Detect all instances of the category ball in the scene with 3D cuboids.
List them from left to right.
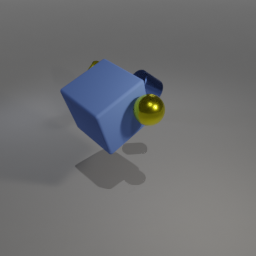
[{"bbox_3d":[0.458,-0.394,6.090,0.700,0.700,0.700,0,29,0],"label":"ball"}]

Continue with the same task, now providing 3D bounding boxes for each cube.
[{"bbox_3d":[-0.493,-0.527,6.749,1.400,1.400,1.400,-40,54,-20],"label":"cube"}]

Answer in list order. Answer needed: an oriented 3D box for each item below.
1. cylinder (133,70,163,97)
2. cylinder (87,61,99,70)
[{"bbox_3d":[0.481,-1.135,7.673,0.700,0.700,0.700,24,11,-39],"label":"cylinder"},{"bbox_3d":[-1.362,-2.351,11.835,0.700,0.700,0.700,24,44,-26],"label":"cylinder"}]
